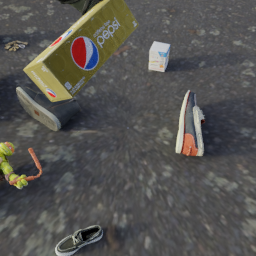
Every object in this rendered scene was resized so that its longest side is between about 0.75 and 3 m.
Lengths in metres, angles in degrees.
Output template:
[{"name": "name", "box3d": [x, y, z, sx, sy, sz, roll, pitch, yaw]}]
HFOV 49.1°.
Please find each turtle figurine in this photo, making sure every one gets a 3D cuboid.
[{"name": "turtle figurine", "box3d": [-3.637, 1.006, 6.970, 2.650, 0.854, 2.137, 34, 65, 10]}]

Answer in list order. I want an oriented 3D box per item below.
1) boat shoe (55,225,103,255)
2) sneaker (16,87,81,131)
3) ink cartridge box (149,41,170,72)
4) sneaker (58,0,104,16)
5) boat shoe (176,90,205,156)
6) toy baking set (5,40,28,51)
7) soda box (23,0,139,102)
[{"name": "boat shoe", "box3d": [-1.071, 2.401, 6.082, 1.071, 0.341, 0.379, -21, 51, -18]}, {"name": "sneaker", "box3d": [-2.497, -0.777, 8.760, 2.036, 0.761, 1.081, 37, 52, 18]}, {"name": "ink cartridge box", "box3d": [1.139, -2.593, 10.230, 0.617, 0.838, 0.606, 14, 51, 13]}, {"name": "sneaker", "box3d": [-1.158, -3.012, 6.631, 2.262, 1.295, 0.865, 7, 60, 9]}, {"name": "boat shoe", "box3d": [1.853, -0.175, 8.092, 0.710, 0.808, 2.269, 9, 51, 7]}, {"name": "toy baking set", "box3d": [-4.564, -3.352, 11.425, 0.859, 0.100, 0.659, -35, 60, -27]}, {"name": "soda box", "box3d": [-0.509, -1.011, 3.417, 0.482, 0.510, 1.505, -3, 43, 47]}]
